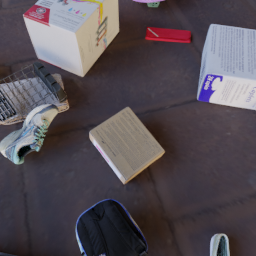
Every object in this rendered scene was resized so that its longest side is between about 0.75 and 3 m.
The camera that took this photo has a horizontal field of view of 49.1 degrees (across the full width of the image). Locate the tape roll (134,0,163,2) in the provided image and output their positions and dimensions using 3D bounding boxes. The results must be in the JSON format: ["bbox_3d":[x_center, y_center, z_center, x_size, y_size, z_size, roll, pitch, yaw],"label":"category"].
[{"bbox_3d":[1.072,-6.329,12.591,2.041,0.669,2.041,-5,42,4],"label":"tape roll"}]

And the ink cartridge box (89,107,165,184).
[{"bbox_3d":[-0.052,0.503,8.407,1.494,0.681,1.813,-34,77,-18],"label":"ink cartridge box"}]

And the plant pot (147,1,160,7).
[{"bbox_3d":[1.178,-6.033,12.744,0.692,0.692,0.979,3,68,2],"label":"plant pot"}]

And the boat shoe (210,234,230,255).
[{"bbox_3d":[2.259,3.369,6.908,0.542,0.467,1.505,5,58,3],"label":"boat shoe"}]

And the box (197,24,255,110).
[{"bbox_3d":[4.025,-2.089,9.752,2.797,1.468,2.572,11,58,7],"label":"box"}]

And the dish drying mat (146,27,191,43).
[{"bbox_3d":[1.676,-3.889,11.665,1.841,0.168,0.707,6,57,4],"label":"dish drying mat"}]

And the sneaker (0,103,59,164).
[{"bbox_3d":[-2.824,0.219,8.573,0.934,0.840,2.163,39,83,28],"label":"sneaker"}]

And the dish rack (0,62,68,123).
[{"bbox_3d":[-3.433,-1.132,9.198,2.351,0.641,1.803,-34,63,-19],"label":"dish rack"}]

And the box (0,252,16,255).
[{"bbox_3d":[-2.898,4.163,6.348,2.442,0.580,2.358,10,61,6],"label":"box"}]

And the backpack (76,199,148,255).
[{"bbox_3d":[-0.484,2.700,6.885,1.477,1.186,1.614,-27,69,-16],"label":"backpack"}]

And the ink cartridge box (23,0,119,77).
[{"bbox_3d":[-1.923,-3.912,10.527,2.126,2.116,2.926,23,61,14],"label":"ink cartridge box"}]

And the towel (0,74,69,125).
[{"bbox_3d":[-3.420,-1.053,9.725,2.487,0.429,1.648,-15,60,-10],"label":"towel"}]
